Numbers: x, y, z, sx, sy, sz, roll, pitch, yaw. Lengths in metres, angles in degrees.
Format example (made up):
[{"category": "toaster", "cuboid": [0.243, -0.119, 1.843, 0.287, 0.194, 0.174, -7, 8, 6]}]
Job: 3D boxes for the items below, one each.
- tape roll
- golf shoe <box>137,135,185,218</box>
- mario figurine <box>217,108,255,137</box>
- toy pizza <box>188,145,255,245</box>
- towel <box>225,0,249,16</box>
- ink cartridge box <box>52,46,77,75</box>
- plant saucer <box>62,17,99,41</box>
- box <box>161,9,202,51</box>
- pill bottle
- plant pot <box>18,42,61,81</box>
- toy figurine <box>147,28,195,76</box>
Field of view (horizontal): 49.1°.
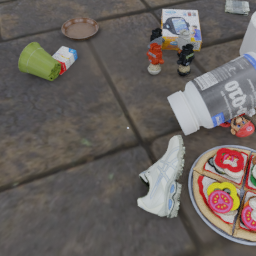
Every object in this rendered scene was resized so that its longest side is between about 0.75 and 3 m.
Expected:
[{"category": "tape roll", "cuboid": [5.257, -3.169, 10.090, 2.044, 1.403, 2.044, 0, 52, 0]}, {"category": "golf shoe", "cuboid": [0.866, 1.080, 7.182, 1.118, 0.901, 2.301, 8, 51, 13]}, {"category": "mario figurine", "cuboid": [3.060, -0.365, 8.248, 0.806, 0.939, 1.521, -6, 42, -38]}, {"category": "toy pizza", "cuboid": [2.917, 1.511, 7.079, 2.729, 0.432, 2.729, 0, 52, 0]}, {"category": "towel", "cuboid": [4.921, -5.465, 12.642, 1.039, 0.186, 1.079, 11, 54, 8]}, {"category": "ink cartridge box", "cuboid": [-2.404, -2.467, 10.207, 0.621, 0.359, 1.069, 21, 56, 16]}, {"category": "plant saucer", "cuboid": [-1.949, -4.028, 11.488, 1.501, 0.259, 1.501, 1, 53, -1]}, {"category": "box", "cuboid": [2.120, -4.111, 11.396, 1.502, 0.523, 2.522, 3, 54, 3]}, {"category": "pill bottle", "cuboid": [2.513, -0.886, 7.811, 2.576, 1.465, 1.465, -27, 53, 9]}, {"category": "plant pot", "cuboid": [-2.937, -2.180, 9.649, 1.091, 1.148, 1.148, 30, 57, 6]}, {"category": "toy figurine", "cuboid": [1.491, -2.676, 9.954, 1.665, 1.158, 1.639, 1, 47, 3]}]
